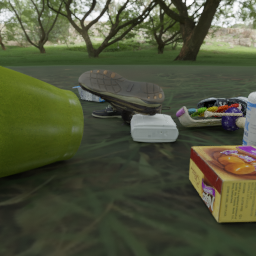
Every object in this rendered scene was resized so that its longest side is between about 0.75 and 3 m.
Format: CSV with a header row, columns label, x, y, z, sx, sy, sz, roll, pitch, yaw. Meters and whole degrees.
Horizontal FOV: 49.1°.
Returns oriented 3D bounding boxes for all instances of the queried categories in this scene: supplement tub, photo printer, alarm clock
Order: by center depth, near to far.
label,x,y,z,sx,sy,sz,roll,pitch,yaw
supplement tub,2.924,0.033,5.779,0.975,1.478,0.975,1,15,0
photo printer,0.684,-0.044,7.854,1.224,0.511,1.471,1,15,-1
alarm clock,0.619,-0.536,9.364,1.989,0.662,1.342,-12,19,-29

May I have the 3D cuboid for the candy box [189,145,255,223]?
label,x,y,z,sx,sy,sz,roll,pitch,yaw
candy box,2.418,0.793,4.505,2.512,0.709,1.466,0,14,-5

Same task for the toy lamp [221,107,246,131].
label,x,y,z,sx,sy,sz,roll,pitch,yaw
toy lamp,3.577,0.059,6.982,0.824,0.824,2.830,-6,18,-21

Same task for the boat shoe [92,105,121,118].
label,x,y,z,sx,sy,sz,roll,pitch,yaw
boat shoe,-0.589,-0.629,10.096,1.438,0.451,0.522,1,16,5

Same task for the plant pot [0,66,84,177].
label,x,y,z,sx,sy,sz,roll,pitch,yaw
plant pot,-2.164,-0.086,5.415,2.245,2.331,2.331,3,10,-39

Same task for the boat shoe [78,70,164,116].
label,x,y,z,sx,sy,sz,roll,pitch,yaw
boat shoe,-0.249,-0.869,7.751,2.472,0.906,0.921,20,48,14

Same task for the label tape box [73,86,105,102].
label,x,y,z,sx,sy,sz,roll,pitch,yaw
label tape box,-1.586,-1.741,13.821,1.937,0.640,1.387,10,18,39

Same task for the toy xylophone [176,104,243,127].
label,x,y,z,sx,sy,sz,roll,pitch,yaw
toy xylophone,2.546,-0.416,8.434,1.976,0.496,1.446,-2,-12,-18

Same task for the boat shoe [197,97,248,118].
label,x,y,z,sx,sy,sz,roll,pitch,yaw
boat shoe,3.386,-0.737,9.955,0.721,0.763,2.128,-10,16,-32
